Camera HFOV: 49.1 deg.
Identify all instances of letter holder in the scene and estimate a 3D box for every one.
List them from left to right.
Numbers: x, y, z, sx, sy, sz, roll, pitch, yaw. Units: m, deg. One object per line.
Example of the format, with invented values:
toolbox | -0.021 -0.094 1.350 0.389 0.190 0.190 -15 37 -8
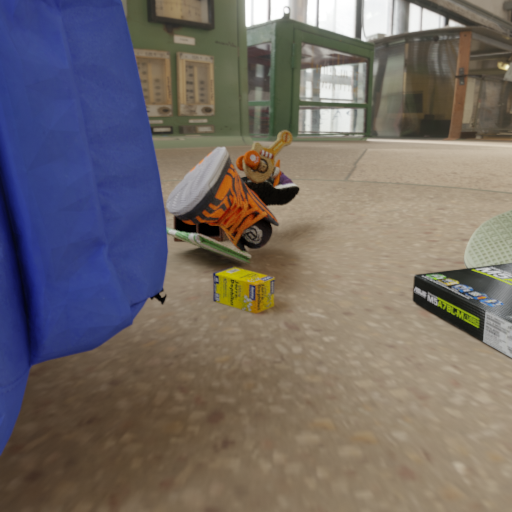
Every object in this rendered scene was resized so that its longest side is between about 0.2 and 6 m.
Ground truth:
letter holder | -1.150 -1.210 11.932 0.999 1.412 1.987 0 16 0

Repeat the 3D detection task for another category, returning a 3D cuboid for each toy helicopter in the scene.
toy helicopter | 0.300 -1.911 10.858 1.306 0.864 0.515 -48 14 -20

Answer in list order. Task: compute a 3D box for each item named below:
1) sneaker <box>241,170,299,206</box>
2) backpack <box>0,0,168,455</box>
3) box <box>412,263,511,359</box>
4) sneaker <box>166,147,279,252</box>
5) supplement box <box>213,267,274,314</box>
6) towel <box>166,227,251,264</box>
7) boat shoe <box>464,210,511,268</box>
sneaker | 0.043 -1.520 11.759 1.927 0.730 0.844 -3 51 -54
backpack | -3.175 -0.514 4.611 4.168 4.036 4.967 -8 10 -25
box | 3.362 0.600 7.032 1.972 0.485 2.042 -7 17 -16
sneaker | -0.366 -0.787 9.160 1.220 1.762 3.145 -39 13 14
supplement box | -0.175 0.460 7.653 0.777 0.423 0.425 12 19 38
towel | -0.986 -0.259 9.778 1.254 0.192 1.643 22 -2 -38
boat shoe | 4.611 -0.285 9.404 3.274 1.019 1.221 -31 38 -35
